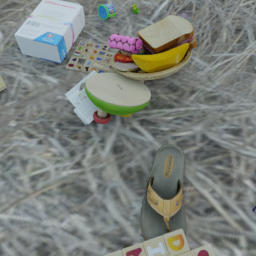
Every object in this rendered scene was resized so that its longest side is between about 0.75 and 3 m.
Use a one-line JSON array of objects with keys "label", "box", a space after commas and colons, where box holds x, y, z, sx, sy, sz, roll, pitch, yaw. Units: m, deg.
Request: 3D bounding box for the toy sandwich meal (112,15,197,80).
[{"label": "toy sandwich meal", "box": [0.766, -2.472, 8.533, 2.763, 0.946, 2.763, -7, 41, 6]}]

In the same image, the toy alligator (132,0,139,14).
[{"label": "toy alligator", "box": [0.261, -4.884, 11.382, 0.227, 0.248, 0.837, -33, 54, 27]}]

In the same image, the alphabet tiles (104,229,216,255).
[{"label": "alphabet tiles", "box": [0.701, 3.645, 5.858, 2.948, 0.093, 2.453, -15, 68, -9]}]

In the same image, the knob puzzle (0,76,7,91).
[{"label": "knob puzzle", "box": [-5.359, -1.407, 9.112, 2.496, 0.346, 2.496, 0, 58, 0]}]

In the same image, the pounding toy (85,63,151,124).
[{"label": "pounding toy", "box": [-0.376, -0.856, 8.387, 1.869, 1.123, 2.421, 10, 34, -7]}]

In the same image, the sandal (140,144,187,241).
[{"label": "sandal", "box": [0.985, 1.618, 6.921, 1.167, 0.779, 2.855, 10, 64, 7]}]

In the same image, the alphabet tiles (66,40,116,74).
[{"label": "alphabet tiles", "box": [-1.142, -2.464, 9.930, 1.712, 0.065, 1.431, 14, 60, 8]}]

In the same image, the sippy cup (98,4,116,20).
[{"label": "sippy cup", "box": [-0.809, -4.637, 11.061, 0.538, 0.577, 0.734, -36, 98, -32]}]

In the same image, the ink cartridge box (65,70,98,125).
[{"label": "ink cartridge box", "box": [-1.149, -0.928, 8.462, 1.281, 0.279, 1.112, -46, 110, -24]}]

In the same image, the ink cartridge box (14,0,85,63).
[{"label": "ink cartridge box", "box": [-2.718, -3.561, 10.112, 1.599, 0.937, 2.213, 16, 61, 10]}]

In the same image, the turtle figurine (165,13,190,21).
[{"label": "turtle figurine", "box": [1.555, -3.428, 10.075, 1.467, 0.986, 1.959, 16, 53, 10]}]

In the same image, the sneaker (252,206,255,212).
[{"label": "sneaker", "box": [4.251, 2.151, 6.711, 2.300, 0.856, 1.007, 24, 71, 26]}]

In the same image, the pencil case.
[{"label": "pencil case", "box": [-0.072, -2.676, 8.860, 1.212, 0.568, 0.550, 31, 101, 44]}]
